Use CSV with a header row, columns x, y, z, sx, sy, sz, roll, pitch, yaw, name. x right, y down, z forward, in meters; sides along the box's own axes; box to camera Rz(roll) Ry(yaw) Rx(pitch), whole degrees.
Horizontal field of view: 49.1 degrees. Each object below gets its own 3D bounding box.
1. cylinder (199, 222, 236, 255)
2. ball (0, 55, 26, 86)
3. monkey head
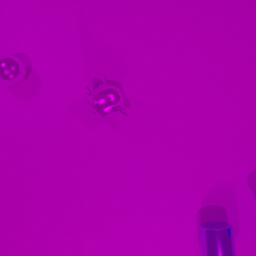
x,y,z,sx,sy,sz,roll,pitch,yaw,name
2.207,2.817,6.917,0.813,0.813,0.813,-5,83,-1,cylinder
-3.125,-1.521,7.437,0.795,0.795,0.795,0,83,0,ball
-0.598,-0.793,7.165,0.912,1.089,1.513,-29,59,-6,monkey head
